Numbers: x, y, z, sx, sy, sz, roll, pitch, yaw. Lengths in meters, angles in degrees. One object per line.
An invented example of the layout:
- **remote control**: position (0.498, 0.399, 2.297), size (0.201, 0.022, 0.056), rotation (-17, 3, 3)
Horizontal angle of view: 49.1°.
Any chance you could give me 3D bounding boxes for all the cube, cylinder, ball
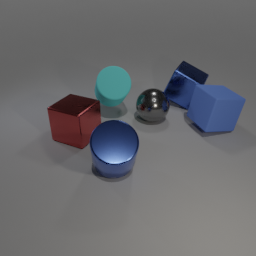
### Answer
- **cube**: position (2.654, -1.991, 12.909), size (1.400, 1.400, 1.400), rotation (31, 40, 6)
- **cube**: position (3.398, -0.790, 10.978), size (1.400, 1.400, 1.400), rotation (-2, 30, -23)
- **cylinder**: position (-0.663, -1.705, 11.725), size (1.400, 1.400, 1.400), rotation (-6, -6, -10)
- **cylinder**: position (-0.418, 0.669, 8.464), size (1.400, 1.400, 1.400), rotation (2, 65, -3)
- **ball**: position (1.026, -0.939, 11.614), size (1.400, 1.400, 1.400), rotation (0, 31, 0)
- **cube**: position (-1.956, -0.290, 10.530), size (1.400, 1.400, 1.400), rotation (14, 34, 23)
